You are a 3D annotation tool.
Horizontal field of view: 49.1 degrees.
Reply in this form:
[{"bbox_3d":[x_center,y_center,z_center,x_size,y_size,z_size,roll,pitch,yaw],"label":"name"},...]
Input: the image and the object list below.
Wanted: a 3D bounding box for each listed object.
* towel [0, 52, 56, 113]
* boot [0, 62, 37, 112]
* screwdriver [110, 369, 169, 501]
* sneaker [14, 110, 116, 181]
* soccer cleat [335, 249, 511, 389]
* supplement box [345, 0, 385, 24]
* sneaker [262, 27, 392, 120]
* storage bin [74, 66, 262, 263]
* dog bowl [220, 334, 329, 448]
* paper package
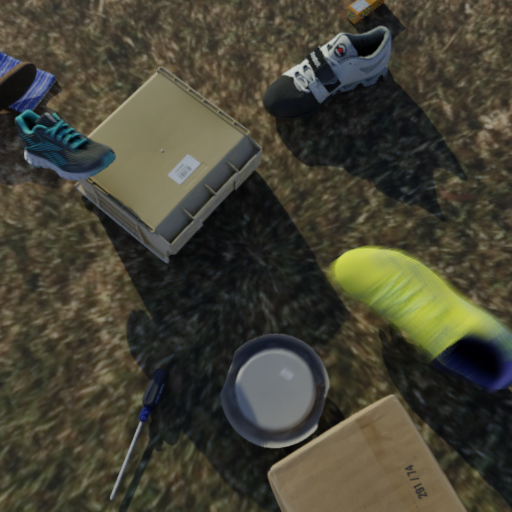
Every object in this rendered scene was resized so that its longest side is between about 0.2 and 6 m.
[{"bbox_3d":[-5.072,-3.622,11.684,1.478,0.176,1.070,25,72,9],"label":"towel"},{"bbox_3d":[-5.252,-3.318,11.242,0.704,0.686,1.865,42,83,16],"label":"boot"},{"bbox_3d":[-1.925,2.856,9.083,0.301,0.314,2.158,17,66,8],"label":"screwdriver"},{"bbox_3d":[-3.194,-1.849,9.096,2.049,0.934,0.795,15,49,27],"label":"sneaker"},{"bbox_3d":[2.759,0.944,9.052,3.321,1.389,1.074,33,114,7],"label":"soccer cleat"},{"bbox_3d":[2.423,-5.533,12.348,0.955,0.318,0.328,-38,76,-13],"label":"supplement box"},{"bbox_3d":[1.403,-3.782,11.177,2.898,1.283,1.074,-29,73,-9],"label":"sneaker"},{"bbox_3d":[-1.643,-1.655,10.321,2.600,1.228,2.619,39,74,11],"label":"storage bin"},{"bbox_3d":[0.316,2.172,9.114,1.758,0.515,1.758,-1,79,4],"label":"dog bowl"},{"bbox_3d":[1.678,3.719,8.246,2.363,1.283,2.479,-27,71,-11],"label":"paper package"}]
